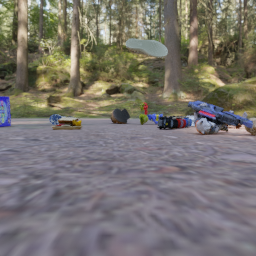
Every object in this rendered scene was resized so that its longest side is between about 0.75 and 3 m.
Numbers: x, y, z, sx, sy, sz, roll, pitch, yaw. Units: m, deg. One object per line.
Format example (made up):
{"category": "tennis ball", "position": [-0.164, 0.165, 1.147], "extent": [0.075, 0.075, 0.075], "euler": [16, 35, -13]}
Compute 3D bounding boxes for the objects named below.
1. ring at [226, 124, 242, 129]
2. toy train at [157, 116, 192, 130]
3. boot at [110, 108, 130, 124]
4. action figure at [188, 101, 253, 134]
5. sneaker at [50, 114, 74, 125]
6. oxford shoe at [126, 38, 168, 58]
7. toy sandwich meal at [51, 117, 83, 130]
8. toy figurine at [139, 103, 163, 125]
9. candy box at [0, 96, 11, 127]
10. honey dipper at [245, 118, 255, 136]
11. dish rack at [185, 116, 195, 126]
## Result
{"category": "ring", "position": [5.126, -0.105, 11.589], "extent": [2.441, 0.234, 2.441], "euler": [1, 2, 0]}
{"category": "toy train", "position": [1.971, -0.232, 11.192], "extent": [0.684, 0.509, 2.986], "euler": [5, 5, 27]}
{"category": "boot", "position": [-0.692, -0.598, 17.898], "extent": [1.099, 1.072, 2.912], "euler": [-28, -1, 13]}
{"category": "action figure", "position": [2.601, -0.125, 7.803], "extent": [1.785, 0.965, 1.845], "euler": [-12, 30, -41]}
{"category": "sneaker", "position": [-3.407, -0.353, 14.786], "extent": [1.490, 0.574, 0.635], "euler": [8, -6, 12]}
{"category": "oxford shoe", "position": [1.022, -4.247, 15.061], "extent": [2.369, 0.891, 0.684], "euler": [17, -12, 17]}
{"category": "toy sandwich meal", "position": [-2.289, -0.177, 10.607], "extent": [1.278, 0.438, 1.278], "euler": [0, 3, 0]}
{"category": "toy figurine", "position": [1.548, -0.776, 16.144], "extent": [1.453, 1.280, 2.426], "euler": [6, 5, 11]}
{"category": "candy box", "position": [-6.023, -0.715, 12.198], "extent": [0.623, 1.367, 1.617], "euler": [-1, 2, 34]}
{"category": "honey dipper", "position": [3.154, 0.051, 6.541], "extent": [0.439, 0.439, 2.309], "euler": [1, 6, 12]}
{"category": "dish rack", "position": [3.200, -0.378, 14.657], "extent": [2.042, 0.518, 2.379], "euler": [-2, 2, -29]}
